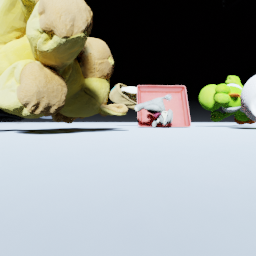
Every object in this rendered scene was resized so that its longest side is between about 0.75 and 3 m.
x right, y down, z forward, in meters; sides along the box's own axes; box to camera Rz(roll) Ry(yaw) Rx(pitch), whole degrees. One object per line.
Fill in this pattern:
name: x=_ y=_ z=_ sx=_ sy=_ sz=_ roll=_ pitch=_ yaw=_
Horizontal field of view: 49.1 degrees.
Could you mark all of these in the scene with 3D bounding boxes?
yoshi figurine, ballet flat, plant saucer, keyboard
yoshi figurine: x=3.124 y=-0.847 z=8.735 sx=2.539 sy=1.427 sz=1.422 roll=13 pitch=-42 yaw=-45
ballet flat: x=0.575 y=-0.932 z=9.784 sx=2.432 sy=0.835 sz=0.767 roll=14 pitch=-42 yaw=-17
plant saucer: x=0.964 y=-0.573 z=7.865 sx=1.426 sy=1.429 sz=0.262 roll=0 pitch=-31 yaw=-1
keyboard: x=-3.224 y=-0.194 z=4.915 sx=2.424 sy=0.250 sz=1.540 roll=-5 pitch=-12 yaw=13

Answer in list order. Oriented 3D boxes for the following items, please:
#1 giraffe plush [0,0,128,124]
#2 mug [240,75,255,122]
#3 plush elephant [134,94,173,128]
giraffe plush: x=-1.060 y=-0.865 z=4.538 sx=2.164 sy=2.302 sz=2.668 roll=10 pitch=-50 yaw=-48
mug: x=3.060 y=-0.494 z=5.846 sx=1.420 sy=1.049 sz=1.245 roll=37 pitch=27 yaw=12
plush elephant: x=0.787 y=-0.354 z=7.062 sx=0.949 sy=0.735 sz=0.782 roll=-21 pitch=-10 yaw=26
